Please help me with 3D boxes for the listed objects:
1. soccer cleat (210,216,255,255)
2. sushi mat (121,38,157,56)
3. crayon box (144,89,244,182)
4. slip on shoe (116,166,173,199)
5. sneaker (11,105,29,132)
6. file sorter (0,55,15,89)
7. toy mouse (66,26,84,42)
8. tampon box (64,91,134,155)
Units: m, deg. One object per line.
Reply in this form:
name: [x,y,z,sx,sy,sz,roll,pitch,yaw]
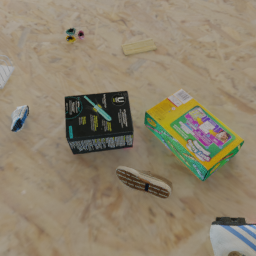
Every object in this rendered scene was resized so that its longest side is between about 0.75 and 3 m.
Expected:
soccer cleat: [3.636,3.043,7.346,2.963,1.035,1.279,2,73,3]
sushi mat: [0.487,-3.530,12.197,1.491,0.090,0.713,-15,56,-10]
crayon box: [2.086,0.138,9.266,1.689,0.828,2.844,-33,62,-20]
slip on shoe: [0.502,1.535,8.478,1.773,0.674,0.537,18,37,13]
sneaker: [-3.919,-0.323,9.881,0.509,0.440,1.175,2,47,9]
file sorter: [-5.154,-2.249,10.955,0.802,0.720,1.156,9,56,6]
toy mouse: [-2.346,-4.192,12.552,1.207,0.234,1.073,12,57,8]
tampon box: [-0.915,-0.162,9.101,2.037,1.286,1.527,-6,63,-4]
